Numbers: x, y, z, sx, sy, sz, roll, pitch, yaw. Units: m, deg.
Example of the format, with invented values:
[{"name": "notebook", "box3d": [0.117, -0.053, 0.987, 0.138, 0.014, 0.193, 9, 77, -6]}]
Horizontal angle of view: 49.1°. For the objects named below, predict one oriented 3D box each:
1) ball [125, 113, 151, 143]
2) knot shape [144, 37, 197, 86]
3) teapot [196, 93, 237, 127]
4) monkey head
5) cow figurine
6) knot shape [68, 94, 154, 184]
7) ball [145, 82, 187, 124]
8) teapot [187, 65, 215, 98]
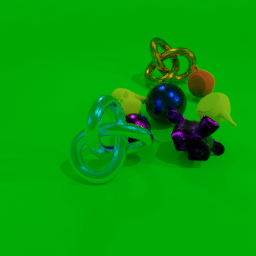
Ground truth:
[{"name": "ball", "box3d": [0.144, 0.039, 6.715, 0.810, 0.810, 0.810, 0, 31, 0]}, {"name": "knot shape", "box3d": [1.526, -2.248, 9.836, 1.771, 1.892, 0.874, 9, -12, -4]}, {"name": "teapot", "box3d": [2.095, -0.400, 6.674, 0.813, 0.640, 1.308, -43, 27, 3]}, {"name": "monkey head", "box3d": [1.537, 0.113, 6.153, 1.587, 1.142, 0.956, 37, 32, 3]}, {"name": "cow figurine", "box3d": [-0.090, -0.718, 7.677, 1.329, 0.730, 1.308, 34, 17, 36]}, {"name": "knot shape", "box3d": [-0.393, 0.144, 5.608, 1.776, 1.662, 0.821, -22, 33, -16]}, {"name": "ball", "box3d": [1.017, -0.664, 7.544, 1.118, 1.118, 1.118, 0, 31, 0]}, {"name": "teapot", "box3d": [2.357, -1.361, 8.781, 0.682, 1.394, 0.866, -22, -7, -41]}]
